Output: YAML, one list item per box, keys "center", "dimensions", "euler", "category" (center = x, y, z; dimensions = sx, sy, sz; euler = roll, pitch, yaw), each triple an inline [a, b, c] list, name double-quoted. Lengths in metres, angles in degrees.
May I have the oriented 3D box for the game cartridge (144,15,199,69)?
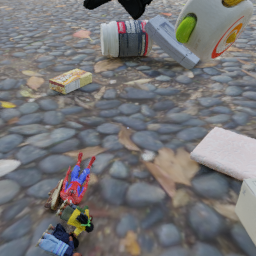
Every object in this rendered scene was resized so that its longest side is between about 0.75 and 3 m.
- center: [2.106, -3.970, 12.936]
  dimensions: [2.884, 0.599, 1.920]
  euler: [42, 44, -1]
  category: "game cartridge"

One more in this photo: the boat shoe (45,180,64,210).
- center: [-1.573, 1.405, 5.998]
  dimensions: [0.279, 0.280, 0.776]
  euler: [2, 37, 5]
  category: "boat shoe"

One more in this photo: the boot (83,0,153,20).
- center: [-0.318, -4.290, 9.470]
  dimensions: [1.754, 2.088, 0.797]
  euler: [45, 31, -11]
  category: "boot"

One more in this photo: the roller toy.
- center: [1.947, -2.332, 6.254]
  dimensions: [1.162, 1.663, 1.517]
  euler: [47, 16, 16]
  category: "roller toy"

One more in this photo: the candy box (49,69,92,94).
- center: [-2.225, -1.853, 10.983]
  dimensions: [0.861, 0.413, 1.492]
  euler: [21, 38, 30]
  category: "candy box"

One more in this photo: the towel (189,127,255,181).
- center: [2.717, 0.665, 7.149]
  dimensions: [1.762, 0.284, 1.682]
  euler: [21, 37, 30]
  category: "towel"

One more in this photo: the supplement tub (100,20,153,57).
- center: [-0.085, -4.386, 13.781]
  dimensions: [2.403, 1.687, 1.687]
  euler: [-5, 33, -9]
  category: "supplement tub"

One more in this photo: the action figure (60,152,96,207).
- center: [-1.130, 1.150, 6.247]
  dimensions: [0.534, 0.422, 1.633]
  euler: [20, 35, -5]
  category: "action figure"

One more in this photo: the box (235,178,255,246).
- center: [3.037, 1.532, 5.195]
  dimensions: [1.638, 0.892, 1.047]
  euler: [-5, 33, -7]
  category: "box"

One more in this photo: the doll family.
- center: [-1.021, 1.859, 5.011]
  dimensions: [0.785, 0.533, 1.359]
  euler: [31, 46, 0]
  category: "doll family"
